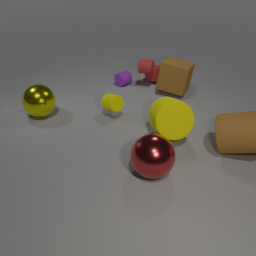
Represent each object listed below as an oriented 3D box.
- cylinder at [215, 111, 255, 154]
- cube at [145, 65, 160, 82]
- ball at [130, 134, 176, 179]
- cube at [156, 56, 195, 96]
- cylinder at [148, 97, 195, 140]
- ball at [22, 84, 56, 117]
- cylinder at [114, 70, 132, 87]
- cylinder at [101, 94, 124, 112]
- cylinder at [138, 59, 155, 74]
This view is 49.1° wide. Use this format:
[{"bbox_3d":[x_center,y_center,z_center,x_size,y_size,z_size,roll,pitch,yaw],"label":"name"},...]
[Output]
[{"bbox_3d":[3.813,0.155,9.493,1.400,1.400,1.400,-4,27,30],"label":"cylinder"},{"bbox_3d":[1.396,-2.948,15.051,0.700,0.700,0.700,-29,30,-36],"label":"cube"},{"bbox_3d":[0.769,0.872,8.702,1.400,1.400,1.400,0,33,0],"label":"ball"},{"bbox_3d":[2.333,-2.574,13.795,1.400,1.400,1.400,19,30,16],"label":"cube"},{"bbox_3d":[1.557,-0.381,10.313,1.400,1.400,1.400,-4,12,-5],"label":"cylinder"},{"bbox_3d":[-3.762,-1.149,11.870,1.400,1.400,1.400,0,33,0],"label":"ball"},{"bbox_3d":[-0.247,-2.617,14.807,0.700,0.700,0.700,28,41,36],"label":"cylinder"},{"bbox_3d":[-0.662,-1.064,11.783,0.700,0.700,0.700,-26,27,-34],"label":"cylinder"},{"bbox_3d":[0.919,-3.102,14.118,0.700,0.700,0.700,7,33,18],"label":"cylinder"}]
